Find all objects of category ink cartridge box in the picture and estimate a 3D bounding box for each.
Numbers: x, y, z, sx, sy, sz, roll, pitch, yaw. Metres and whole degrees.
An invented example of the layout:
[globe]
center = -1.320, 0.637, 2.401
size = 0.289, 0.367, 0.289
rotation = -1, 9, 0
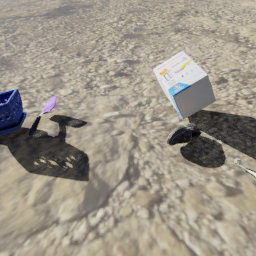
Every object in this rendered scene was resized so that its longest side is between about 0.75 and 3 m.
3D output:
[ink cartridge box]
center = 1.730, -1.355, 8.724
size = 1.173, 1.153, 1.593
rotation = -31, 44, 5

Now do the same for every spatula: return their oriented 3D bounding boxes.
[spatula]
center = -2.565, -0.368, 8.387
size = 0.561, 0.204, 1.984
rotation = -29, 25, 23

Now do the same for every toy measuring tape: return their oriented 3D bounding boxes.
[toy measuring tape]
center = 3.114, 0.967, 6.248
size = 0.580, 0.580, 1.576
rotation = -17, 34, -24

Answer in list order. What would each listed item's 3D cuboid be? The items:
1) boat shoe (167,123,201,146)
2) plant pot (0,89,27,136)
[boat shoe]
center = 1.551, 0.203, 7.600
size = 1.282, 0.461, 0.416
rotation = -19, 46, -43
[plant pot]
center = -3.528, -0.401, 7.986
size = 1.039, 0.934, 1.039
rotation = -16, 31, 4
